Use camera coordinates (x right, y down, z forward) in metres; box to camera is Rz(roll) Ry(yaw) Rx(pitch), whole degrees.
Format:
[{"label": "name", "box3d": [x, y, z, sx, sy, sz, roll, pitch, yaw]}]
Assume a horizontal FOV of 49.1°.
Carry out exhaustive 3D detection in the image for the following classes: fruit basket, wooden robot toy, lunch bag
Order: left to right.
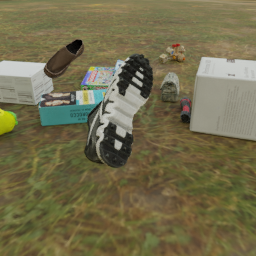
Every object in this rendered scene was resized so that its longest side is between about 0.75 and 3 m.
[{"label": "fruit basket", "box3d": [-4.359, -0.230, 8.048, 2.118, 1.528, 2.118, -12, 38, 10]}, {"label": "lunch bag", "box3d": [1.625, -1.582, 10.737, 0.710, 0.855, 1.019, 7, 31, 12]}, {"label": "wooden robot toy", "box3d": [2.613, -3.877, 14.786, 1.966, 0.866, 0.892, -25, 49, -35]}]

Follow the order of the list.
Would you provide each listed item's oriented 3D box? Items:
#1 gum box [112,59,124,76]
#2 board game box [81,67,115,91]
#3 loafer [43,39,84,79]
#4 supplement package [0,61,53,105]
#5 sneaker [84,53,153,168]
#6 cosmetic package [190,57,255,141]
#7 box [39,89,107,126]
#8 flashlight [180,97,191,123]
[{"label": "gum box", "box3d": [0.031, -2.430, 12.274, 1.273, 0.334, 1.499, 21, 29, -7]}, {"label": "board game box", "box3d": [-1.070, -2.155, 12.238, 1.548, 0.335, 2.300, 2, 31, 2]}, {"label": "loafer", "box3d": [-1.726, -1.958, 7.577, 0.539, 0.524, 1.477, 38, 67, -6]}, {"label": "supplement package", "box3d": [-4.209, -1.786, 10.810, 2.039, 1.131, 1.588, 6, 31, 9]}, {"label": "sneaker", "box3d": [-0.304, -0.443, 6.283, 1.295, 0.951, 2.862, -15, 50, 49]}, {"label": "cosmetic package", "box3d": [3.218, -0.958, 8.654, 2.277, 1.879, 1.877, 9, 32, 15]}, {"label": "box", "box3d": [-1.481, -0.750, 9.483, 2.823, 0.694, 1.162, -5, 31, -9]}, {"label": "flashlight", "box3d": [1.958, -0.646, 9.584, 0.422, 0.423, 1.245, 6, 30, 11]}]
